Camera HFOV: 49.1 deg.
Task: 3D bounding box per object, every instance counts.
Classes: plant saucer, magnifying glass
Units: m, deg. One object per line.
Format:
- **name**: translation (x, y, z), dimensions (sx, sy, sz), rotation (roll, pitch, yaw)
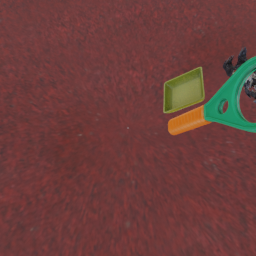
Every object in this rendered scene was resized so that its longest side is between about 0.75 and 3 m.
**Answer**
- **plant saucer**: translation (1.259, -0.783, 6.193), dimensions (0.965, 0.231, 0.963), rotation (-20, 46, 31)
- **magnifying glass**: translation (1.480, -0.300, 4.452), dimensions (0.295, 2.630, 1.047), rotation (10, 73, -26)

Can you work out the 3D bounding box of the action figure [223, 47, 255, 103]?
- **action figure**: translation (3.185, -1.272, 6.850), dimensions (1.092, 0.937, 1.837), rotation (-26, 50, -11)
